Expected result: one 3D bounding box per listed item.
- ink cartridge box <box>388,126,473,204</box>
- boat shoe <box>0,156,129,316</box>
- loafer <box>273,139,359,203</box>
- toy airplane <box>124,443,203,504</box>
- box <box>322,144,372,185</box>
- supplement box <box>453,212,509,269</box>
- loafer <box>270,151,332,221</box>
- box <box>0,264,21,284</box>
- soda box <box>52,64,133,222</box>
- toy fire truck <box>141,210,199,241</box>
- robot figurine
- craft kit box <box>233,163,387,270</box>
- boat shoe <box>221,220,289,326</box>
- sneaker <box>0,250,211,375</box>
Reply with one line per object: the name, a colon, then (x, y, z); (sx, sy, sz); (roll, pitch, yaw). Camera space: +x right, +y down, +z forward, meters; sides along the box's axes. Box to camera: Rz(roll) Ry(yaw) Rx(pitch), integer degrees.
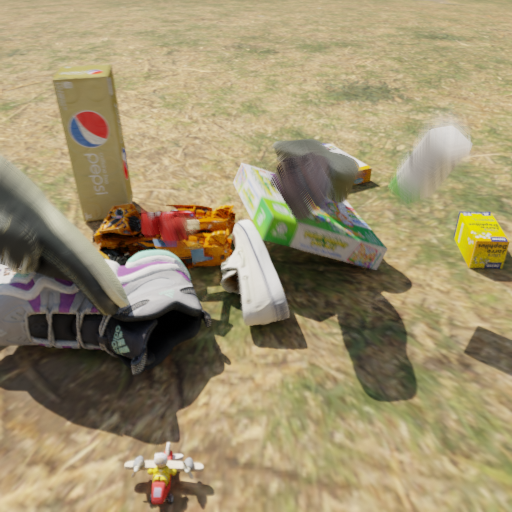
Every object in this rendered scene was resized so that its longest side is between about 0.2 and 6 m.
ink cartridge box: (2.670, -1.397, 8.610); (0.804, 1.105, 0.464); (-19, 61, -44)
boat shoe: (-3.145, -0.202, 8.018); (3.326, 1.194, 1.124); (41, 81, 13)
loafer: (1.078, -1.727, 11.212); (0.963, 0.892, 2.561); (-8, 27, -21)
toy airplane: (-1.099, 2.513, 6.677); (0.725, 0.511, 0.722); (-27, 41, -34)
box: (1.811, -2.322, 14.258); (1.236, 0.431, 2.076); (-16, 34, -23)
supplement box: (4.371, -0.322, 10.933); (0.635, 0.639, 1.167); (1, 33, 1)
loafer: (0.683, -1.339, 9.095); (0.809, 0.923, 2.569); (40, 18, -10)
box: (-4.327, 0.243, 10.308); (1.607, 0.405, 2.227); (-8, 35, -12)
soda box: (-3.329, -2.299, 11.704); (1.049, 3.098, 0.992); (-5, 33, -6)
toy fire truck: (-1.413, -0.563, 9.947); (1.098, 0.380, 1.557); (6, 11, 29)
robot figurine: (-1.833, -0.444, 10.948); (2.798, 0.814, 2.028); (1, 34, 2)
craft kit box: (0.969, -0.809, 10.909); (2.453, 0.603, 2.484); (11, 26, -22)
boat shoe: (-0.203, 0.273, 9.833); (0.908, 0.923, 2.602); (-17, 41, -5)
sneaker: (-2.292, 1.037, 8.226); (3.354, 1.304, 2.346); (-16, 37, -21)
